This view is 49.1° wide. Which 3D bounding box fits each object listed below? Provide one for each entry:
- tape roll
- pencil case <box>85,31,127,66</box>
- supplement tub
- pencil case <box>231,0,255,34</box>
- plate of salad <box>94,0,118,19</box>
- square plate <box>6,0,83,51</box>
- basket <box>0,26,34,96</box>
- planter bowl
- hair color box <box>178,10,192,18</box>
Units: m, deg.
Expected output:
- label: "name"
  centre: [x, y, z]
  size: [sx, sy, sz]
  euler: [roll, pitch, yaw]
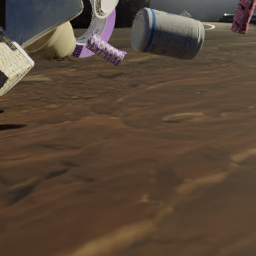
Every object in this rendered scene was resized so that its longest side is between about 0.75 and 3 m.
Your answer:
- label: "tape roll"
  centre: [-1.756, -3.950, 9.946]
  size: [2.712, 2.712, 0.890]
  euler: [-20, 41, -39]
- label: "pencil case"
  centre: [-0.825, -2.839, 10.115]
  size: [1.488, 0.636, 0.625]
  euler: [27, 17, -27]
- label: "supplement tub"
  centre: [0.722, -1.749, 5.287]
  size: [1.193, 0.787, 0.787]
  euler: [4, 21, -21]
- label: "pencil case"
  centre: [4.028, -3.955, 9.649]
  size: [0.600, 1.387, 0.574]
  euler: [25, 43, 21]
- label: "plate of salad"
  centre: [-0.670, -4.298, 8.917]
  size: [0.383, 1.595, 1.595]
  euler: [31, 32, 12]
- label: "square plate"
  centre: [-2.121, -3.038, 6.964]
  size: [2.203, 0.316, 2.224]
  euler: [-23, 60, 16]
- label: "basket"
  centre: [-3.115, -1.366, 6.079]
  size: [1.359, 1.347, 1.093]
  euler: [-33, 19, 26]
- label: "planter bowl"
  centre: [-2.247, -2.668, 8.402]
  size: [1.581, 1.581, 1.064]
  euler: [20, -9, 38]
- label: "hair color box"
  centre: [1.508, -3.270, 9.203]
  size: [1.208, 0.366, 0.598]
  euler: [-44, -3, -20]
